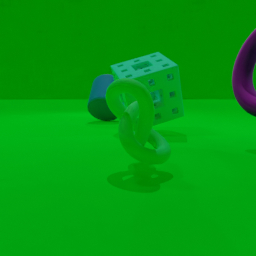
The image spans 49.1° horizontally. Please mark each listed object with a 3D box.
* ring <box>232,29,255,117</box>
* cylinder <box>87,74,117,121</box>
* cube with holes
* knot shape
[{"bbox_3d":[2.511,-1.057,4.727,0.370,1.852,1.852,11,1,-23],"label":"ring"},{"bbox_3d":[-0.817,-1.159,10.783,1.302,1.302,1.302,1,50,7],"label":"cylinder"},{"bbox_3d":[0.490,-0.992,7.382,1.388,1.388,1.388,-17,30,-6],"label":"cube with holes"},{"bbox_3d":[0.095,-0.121,3.583,0.539,1.091,1.166,-22,20,2],"label":"knot shape"}]
